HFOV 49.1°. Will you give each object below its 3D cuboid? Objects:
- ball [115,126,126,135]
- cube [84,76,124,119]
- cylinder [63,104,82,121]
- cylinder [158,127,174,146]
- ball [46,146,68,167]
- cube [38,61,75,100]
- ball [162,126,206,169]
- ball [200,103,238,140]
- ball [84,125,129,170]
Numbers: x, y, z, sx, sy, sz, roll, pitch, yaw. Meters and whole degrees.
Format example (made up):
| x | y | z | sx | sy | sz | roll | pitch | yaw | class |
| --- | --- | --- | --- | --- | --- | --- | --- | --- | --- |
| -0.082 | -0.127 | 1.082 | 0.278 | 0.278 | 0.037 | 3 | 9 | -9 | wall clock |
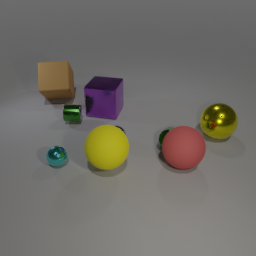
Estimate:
| x | y | z | sx | sy | sz | roll | pitch | yaw | class |
| --- | --- | --- | --- | --- | --- | --- | --- | --- | --- |
| -0.430 | 0.261 | 10.548 | 0.700 | 0.700 | 0.700 | 0 | 32 | 0 | ball |
| -1.035 | -1.381 | 12.500 | 1.400 | 1.400 | 1.400 | 7 | 31 | 11 | cube |
| -2.328 | -0.634 | 11.773 | 0.700 | 0.700 | 0.700 | 2 | 32 | -4 | cylinder |
| 1.517 | 0.352 | 10.201 | 0.700 | 0.700 | 0.700 | 10 | 12 | 15 | cylinder |
| -2.388 | 0.943 | 9.404 | 0.700 | 0.700 | 0.700 | 0 | 32 | 0 | ball |
| -3.386 | -2.245 | 13.346 | 1.400 | 1.400 | 1.400 | -4 | -10 | -1 | cube |
| 1.809 | 0.629 | 9.108 | 1.400 | 1.400 | 1.400 | 0 | 32 | 0 | ball |
| 3.469 | -0.256 | 10.714 | 1.400 | 1.400 | 1.400 | 0 | 32 | 0 | ball |
| -0.666 | 0.602 | 8.798 | 1.400 | 1.400 | 1.400 | 0 | 32 | 0 | ball |
